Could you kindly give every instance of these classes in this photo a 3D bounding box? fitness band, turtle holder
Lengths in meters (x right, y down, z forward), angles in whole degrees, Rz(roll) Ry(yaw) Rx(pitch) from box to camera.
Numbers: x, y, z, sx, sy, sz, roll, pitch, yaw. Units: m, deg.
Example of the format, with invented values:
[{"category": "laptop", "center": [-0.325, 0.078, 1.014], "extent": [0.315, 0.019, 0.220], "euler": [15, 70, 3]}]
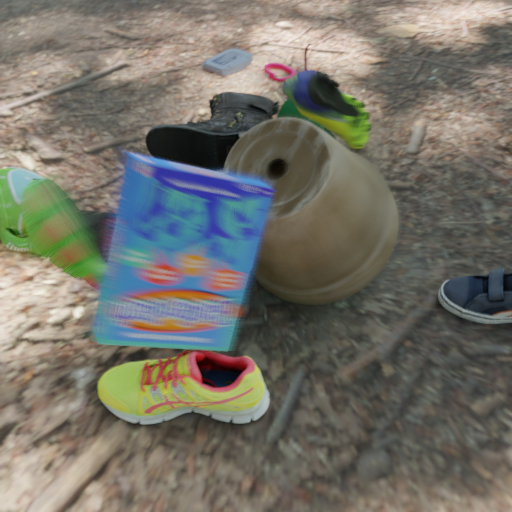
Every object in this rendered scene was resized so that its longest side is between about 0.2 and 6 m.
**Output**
[{"category": "fitness band", "center": [0.579, -4.647, 14.165], "extent": [0.654, 0.170, 0.910], "euler": [-26, 49, -26]}, {"category": "turtle holder", "center": [-3.892, -0.810, 9.202], "extent": [1.042, 1.115, 1.467], "euler": [-12, 40, -26]}]

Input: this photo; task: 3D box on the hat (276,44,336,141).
[{"category": "hat", "center": [0.856, -3.055, 11.315], "extent": [1.513, 1.607, 1.826], "euler": [-18, 45, -19]}]

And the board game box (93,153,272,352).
[{"category": "board game box", "center": [-0.830, 0.038, 6.233], "extent": [1.552, 2.041, 0.459], "euler": [7, 17, -27]}]

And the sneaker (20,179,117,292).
[{"category": "sneaker", "center": [-2.099, -0.190, 7.589], "extent": [0.944, 2.459, 1.030], "euler": [-13, 44, 38]}]

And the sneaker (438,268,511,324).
[{"category": "sneaker", "center": [3.744, 0.508, 7.959], "extent": [2.123, 0.843, 0.833], "euler": [9, 44, 12]}]

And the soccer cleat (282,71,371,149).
[{"category": "soccer cleat", "center": [1.403, -2.797, 10.780], "extent": [0.992, 2.373, 0.767], "euler": [11, 80, 41]}]

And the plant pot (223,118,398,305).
[{"category": "plant pot", "center": [0.604, -0.740, 7.667], "extent": [2.418, 2.098, 2.418], "euler": [-7, 69, 18]}]

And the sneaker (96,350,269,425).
[{"category": "sneaker", "center": [-0.904, 1.465, 6.787], "extent": [2.112, 0.954, 0.825], "euler": [-1, 44, 1]}]

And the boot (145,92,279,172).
[{"category": "boot", "center": [-0.803, -2.678, 11.532], "extent": [2.775, 0.961, 2.416], "euler": [3, 39, -8]}]

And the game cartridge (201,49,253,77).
[{"category": "game cartridge", "center": [-0.695, -5.019, 14.535], "extent": [0.841, 0.258, 1.263], "euler": [26, 48, 31]}]
